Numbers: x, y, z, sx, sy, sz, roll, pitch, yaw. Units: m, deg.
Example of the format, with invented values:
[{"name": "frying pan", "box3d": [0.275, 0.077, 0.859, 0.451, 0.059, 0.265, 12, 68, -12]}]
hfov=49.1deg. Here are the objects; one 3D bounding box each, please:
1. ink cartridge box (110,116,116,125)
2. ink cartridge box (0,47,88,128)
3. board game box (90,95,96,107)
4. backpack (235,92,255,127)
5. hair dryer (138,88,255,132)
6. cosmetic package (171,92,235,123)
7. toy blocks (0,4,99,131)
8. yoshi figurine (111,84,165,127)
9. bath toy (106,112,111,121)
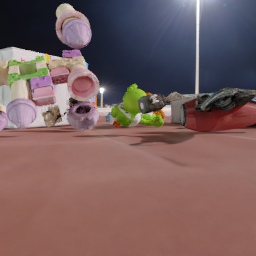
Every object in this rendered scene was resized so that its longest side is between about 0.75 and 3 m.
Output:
[{"name": "ink cartridge box", "box3d": [-0.166, -0.299, 10.451, 0.813, 0.348, 0.600, -1, 3, 27]}, {"name": "ink cartridge box", "box3d": [-3.091, -1.168, 9.149, 2.178, 2.188, 2.982, 3, 4, 33]}, {"name": "board game box", "box3d": [-2.791, -1.219, 14.294, 1.749, 1.748, 1.748, 1, 3, 23]}, {"name": "backpack", "box3d": [3.602, -0.555, 8.569, 1.264, 1.015, 1.381, 9, -7, -10]}, {"name": "hair dryer", "box3d": [1.903, -0.279, 5.749, 2.981, 0.810, 2.271, -1, 4, -39]}, {"name": "cosmetic package", "box3d": [3.210, -0.777, 11.042, 1.546, 1.305, 2.895, -6, 9, -39]}, {"name": "toy blocks", "box3d": [-1.833, -0.612, 5.407, 2.697, 2.886, 2.429, -13, 39, -13]}, {"name": "yoshi figurine", "box3d": [0.438, -0.653, 8.690, 1.376, 1.371, 2.448, 9, 10, 27]}, {"name": "bath toy", "box3d": [-0.712, -0.633, 15.123, 0.607, 0.516, 1.397, 1, 3, 18]}]
